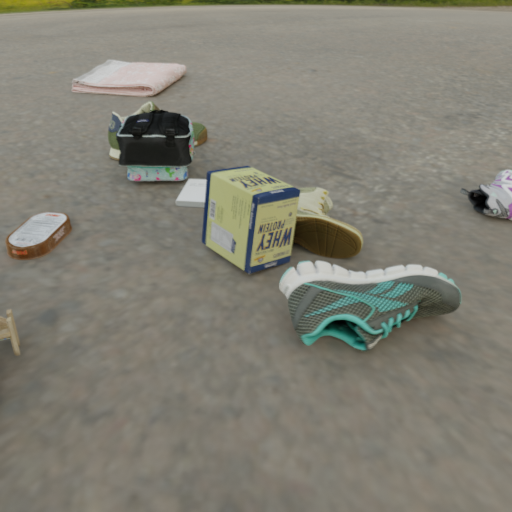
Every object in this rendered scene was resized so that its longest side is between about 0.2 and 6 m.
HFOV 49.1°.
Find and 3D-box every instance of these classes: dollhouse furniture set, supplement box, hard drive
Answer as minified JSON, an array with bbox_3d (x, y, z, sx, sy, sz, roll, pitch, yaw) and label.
[{"bbox_3d":[-4.098,1.554,7.884,1.445,1.024,1.574,-13,12,-22],"label":"dollhouse furniture set"},{"bbox_3d":[-0.142,-0.727,10.687,1.036,1.544,1.542,-16,34,-38],"label":"supplement box"},{"bbox_3d":[-1.352,-1.506,13.430,0.852,0.172,1.291,4,31,6],"label":"hard drive"}]

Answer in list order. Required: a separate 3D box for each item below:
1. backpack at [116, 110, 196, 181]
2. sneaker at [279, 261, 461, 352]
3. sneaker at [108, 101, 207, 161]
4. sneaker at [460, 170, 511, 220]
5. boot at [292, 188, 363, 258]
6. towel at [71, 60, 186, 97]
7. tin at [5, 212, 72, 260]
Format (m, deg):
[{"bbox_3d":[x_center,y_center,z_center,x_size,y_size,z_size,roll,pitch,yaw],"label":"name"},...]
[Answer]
[{"bbox_3d":[-2.507,-2.855,14.246,1.921,1.629,2.163,-1,35,-6],"label":"backpack"},{"bbox_3d":[1.830,0.908,8.782,2.912,1.130,1.328,1,54,-5],"label":"sneaker"},{"bbox_3d":[-2.752,-3.697,15.916,3.083,1.384,1.034,-20,36,-30],"label":"sneaker"},{"bbox_3d":[5.339,-1.477,12.822,1.330,0.739,1.902,5,31,7],"label":"sneaker"},{"bbox_3d":[1.327,-0.771,11.624,2.253,0.812,1.743,15,31,24],"label":"boot"},{"bbox_3d":[-5.052,-7.267,22.712,3.582,0.604,3.750,7,32,11],"label":"towel"},{"bbox_3d":[-4.456,-0.451,11.538,0.926,0.346,1.655,9,31,6],"label":"tin"}]
